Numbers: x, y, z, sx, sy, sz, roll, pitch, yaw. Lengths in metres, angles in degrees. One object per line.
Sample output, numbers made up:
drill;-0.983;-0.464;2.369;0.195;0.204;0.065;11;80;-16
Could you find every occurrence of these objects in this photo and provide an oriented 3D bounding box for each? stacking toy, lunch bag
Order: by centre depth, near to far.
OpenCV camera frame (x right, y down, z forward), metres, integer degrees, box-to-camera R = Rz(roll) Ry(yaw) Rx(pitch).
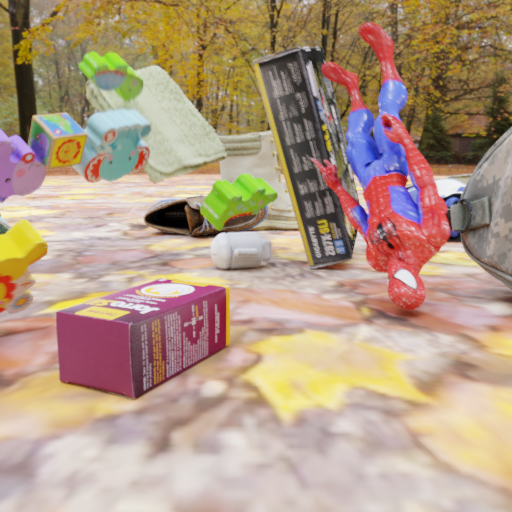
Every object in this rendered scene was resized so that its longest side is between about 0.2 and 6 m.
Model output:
lunch bag;3.875;-0.493;5.447;3.067;2.137;2.572;1;-3;-12
stacking toy;-2.109;-1.053;6.138;3.051;0.951;4.046;45;40;21

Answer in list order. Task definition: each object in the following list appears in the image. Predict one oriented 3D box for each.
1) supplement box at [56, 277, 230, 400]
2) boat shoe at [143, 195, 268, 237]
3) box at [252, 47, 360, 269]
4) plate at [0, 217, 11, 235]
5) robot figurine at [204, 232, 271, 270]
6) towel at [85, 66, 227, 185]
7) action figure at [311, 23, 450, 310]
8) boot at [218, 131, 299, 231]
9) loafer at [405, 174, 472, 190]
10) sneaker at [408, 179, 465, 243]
supplement box;-0.781;0.548;4.164;0.674;0.523;1.222;5;11;27
boat shoe;-1.016;-0.748;10.860;2.513;0.908;0.909;-7;12;22
box;0.874;-1.550;8.190;0.700;2.838;2.266;-11;18;20
plate;-5.180;-0.836;9.380;2.377;0.304;2.377;14;-16;4
robot figurine;-0.242;-0.069;7.726;0.893;0.504;0.758;-2;1;-18
towel;-1.463;-2.016;8.357;1.471;1.983;0.362;-29;-15;-37
action figure;1.346;-1.013;6.198;0.893;3.454;1.130;16;-35;-37
boot;0.449;-1.604;11.866;2.680;2.072;0.966;-3;10;-16
loafer;4.610;-1.298;13.163;3.084;1.173;1.040;-5;6;40
sneaker;3.723;-0.903;10.740;1.572;1.100;2.723;-5;13;-38
